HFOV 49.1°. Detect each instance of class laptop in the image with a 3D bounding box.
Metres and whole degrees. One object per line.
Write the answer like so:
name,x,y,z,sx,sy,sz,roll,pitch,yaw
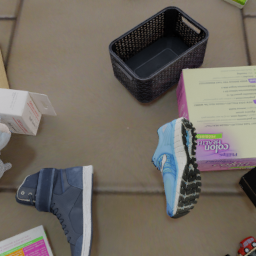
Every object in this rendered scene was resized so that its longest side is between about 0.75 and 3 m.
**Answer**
laptop,3.524,1.592,7.424,1.080,0.558,0.957,-48,55,29

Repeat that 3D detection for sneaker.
sneaker,1.159,1.017,7.135,1.105,0.963,2.456,-10,71,42
sneaker,-1.947,2.390,7.473,2.058,1.083,2.848,1,60,-11

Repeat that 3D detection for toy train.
toy train,3.335,3.296,7.614,2.619,0.447,0.600,-31,60,-10

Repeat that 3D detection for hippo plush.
hippo plush,-3.905,0.744,7.701,1.987,2.006,2.495,-29,69,-9

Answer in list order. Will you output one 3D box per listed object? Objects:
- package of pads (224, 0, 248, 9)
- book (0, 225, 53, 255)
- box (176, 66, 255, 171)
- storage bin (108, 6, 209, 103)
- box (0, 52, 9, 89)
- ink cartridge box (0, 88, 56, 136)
package of pads,4.115,-5.242,10.775,1.184,0.404,0.915,33,74,10
book,-2.565,3.929,7.163,1.569,0.565,2.349,-17,69,-25
box,2.917,-0.264,8.388,2.509,1.379,2.853,-3,68,0
storage bin,0.985,-2.397,9.109,2.806,1.315,1.897,-35,65,-13
box,-5.233,-1.965,9.339,2.036,0.265,2.491,-13,70,-23
ink cartridge box,-3.577,-0.474,8.428,2.485,1.456,0.837,6,66,3
